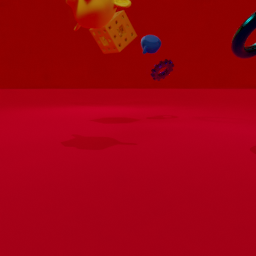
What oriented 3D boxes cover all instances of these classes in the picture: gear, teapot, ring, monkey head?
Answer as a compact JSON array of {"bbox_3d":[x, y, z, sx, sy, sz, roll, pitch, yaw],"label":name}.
[{"bbox_3d":[1.457,-2.450,11.879,1.052,1.052,0.195,-7,56,-39],"label":"gear"},{"bbox_3d":[0.984,-3.531,11.929,0.856,0.674,1.377,27,49,16],"label":"teapot"},{"bbox_3d":[2.894,-2.078,6.100,1.379,0.276,1.379,-20,-28,-11],"label":"ring"},{"bbox_3d":[-0.882,-3.428,7.598,1.960,1.410,1.181,-10,-43,33],"label":"monkey head"}]

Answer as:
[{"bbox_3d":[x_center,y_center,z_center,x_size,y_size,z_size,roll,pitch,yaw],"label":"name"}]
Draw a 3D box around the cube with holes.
[{"bbox_3d":[-0.595,-3.844,11.329,1.137,1.137,1.137,-48,34,-22],"label":"cube with holes"}]
